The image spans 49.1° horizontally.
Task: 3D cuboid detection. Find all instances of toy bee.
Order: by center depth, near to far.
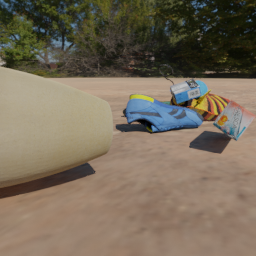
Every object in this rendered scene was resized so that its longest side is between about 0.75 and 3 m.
[{"bbox_3d":[1.907,-0.795,8.972,2.515,1.367,1.646,19,-24,21],"label":"toy bee"}]

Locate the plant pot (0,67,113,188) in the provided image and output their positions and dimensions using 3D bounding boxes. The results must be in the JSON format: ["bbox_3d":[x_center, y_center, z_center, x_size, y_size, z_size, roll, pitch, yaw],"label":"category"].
[{"bbox_3d":[-1.161,-0.016,3.885,1.763,1.652,1.652,0,12,-22],"label":"plant pot"}]

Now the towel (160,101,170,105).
[{"bbox_3d":[1.540,-0.917,10.937,2.121,0.230,1.556,-1,2,-4],"label":"towel"}]

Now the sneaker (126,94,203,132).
[{"bbox_3d":[0.995,-0.199,7.618,2.299,0.902,0.758,14,-18,-20],"label":"sneaker"}]

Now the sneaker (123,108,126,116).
[{"bbox_3d":[0.266,-0.541,9.873,0.982,0.343,0.442,-6,-7,-14],"label":"sneaker"}]

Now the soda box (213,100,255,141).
[{"bbox_3d":[2.245,-0.152,6.010,0.563,0.606,1.772,38,12,15],"label":"soda box"}]

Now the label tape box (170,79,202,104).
[{"bbox_3d":[1.639,-1.153,8.228,0.733,0.338,1.023,-18,31,5],"label":"label tape box"}]
